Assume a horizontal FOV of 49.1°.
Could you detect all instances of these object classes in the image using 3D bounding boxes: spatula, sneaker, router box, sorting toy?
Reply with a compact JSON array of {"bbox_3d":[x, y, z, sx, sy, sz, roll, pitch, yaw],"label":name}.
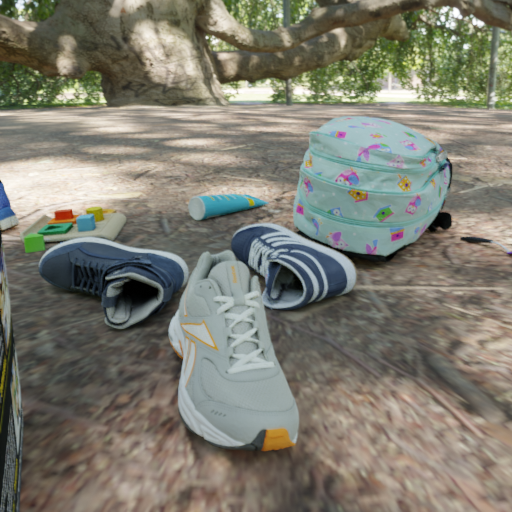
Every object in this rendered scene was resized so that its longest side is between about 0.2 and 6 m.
[{"bbox_3d":[4.520,-0.190,10.492,0.457,0.166,1.616,1,13,-34],"label":"spatula"},{"bbox_3d":[-2.215,0.347,7.880,2.251,0.856,1.626,3,16,4],"label":"sneaker"},{"bbox_3d":[-6.496,-1.338,11.978,3.167,1.412,1.244,6,20,18],"label":"sneaker"},{"bbox_3d":[-0.291,0.784,5.708,1.055,1.282,2.787,4,20,-23],"label":"sneaker"},{"bbox_3d":[-1.983,0.839,3.026,1.050,3.068,4.113,-5,19,-19],"label":"router box"},{"bbox_3d":[0.208,0.119,8.599,2.400,0.841,1.302,20,25,39],"label":"sneaker"},{"bbox_3d":[-3.735,-0.704,11.608,1.811,0.438,3.216,-1,19,-2],"label":"sorting toy"}]

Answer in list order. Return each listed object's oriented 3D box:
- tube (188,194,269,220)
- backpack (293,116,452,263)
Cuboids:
[{"bbox_3d":[-0.655,-1.226,13.185,0.814,0.530,2.102,30,28,32],"label":"tube"},{"bbox_3d":[2.068,-1.362,10.604,3.112,2.361,3.729,11,23,23],"label":"backpack"}]
